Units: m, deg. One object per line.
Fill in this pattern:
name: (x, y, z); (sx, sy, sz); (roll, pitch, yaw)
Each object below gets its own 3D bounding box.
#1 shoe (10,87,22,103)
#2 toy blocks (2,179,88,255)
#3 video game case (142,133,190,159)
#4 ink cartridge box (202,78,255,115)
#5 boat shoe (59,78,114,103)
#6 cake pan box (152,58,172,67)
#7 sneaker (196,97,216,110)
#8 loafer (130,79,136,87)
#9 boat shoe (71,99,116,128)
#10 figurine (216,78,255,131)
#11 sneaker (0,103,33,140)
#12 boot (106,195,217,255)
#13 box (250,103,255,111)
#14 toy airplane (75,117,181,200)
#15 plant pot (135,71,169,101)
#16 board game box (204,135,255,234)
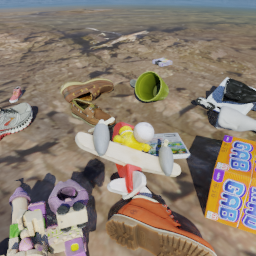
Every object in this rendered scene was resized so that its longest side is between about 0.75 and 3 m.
shoe: (-5.278, -1.575, 13.113); (0.354, 0.451, 0.991); (3, 31, 5)
toy blocks: (-1.958, 1.776, 5.443); (2.271, 2.430, 2.045); (-9, 38, -15)
video game case: (1.110, 0.622, 9.582); (1.638, 0.180, 1.493); (-3, 27, -7)
ink cartridge box: (4.465, -1.197, 12.113); (1.797, 0.365, 1.793); (-45, 49, -9)
boat shoe: (-1.784, -1.650, 12.955); (2.710, 0.975, 0.915); (-13, 65, -36)
cake pan box: (2.155, -4.160, 17.722); (0.969, 0.253, 0.892); (-19, 33, -29)
sneaker: (3.359, -1.101, 12.043); (0.913, 0.303, 0.413); (26, 30, 6)
loafer: (0.494, -2.104, 14.018); (0.918, 0.320, 0.345); (35, 86, 16)
boat shoe: (-1.446, -0.593, 11.151); (2.183, 0.742, 0.785); (17, 34, 26)
figurine: (4.685, -0.669, 10.624); (2.279, 1.005, 2.335); (14, 58, 14)
sneaker: (-4.608, -0.326, 10.298); (1.093, 1.154, 2.808); (13, 32, 20)
boot: (0.866, 2.234, 6.262); (2.448, 0.919, 1.313); (16, 29, 26)
box: (5.418, -1.340, 12.809); (1.524, 0.381, 1.535); (18, 35, 26)
toy airplane: (0.136, 0.691, 7.778); (2.552, 1.808, 2.563); (39, 23, 18)
plant pot: (1.194, -1.739, 12.550); (1.306, 1.306, 1.258); (23, 7, 33)
board game box: (2.949, 1.379, 6.951); (1.587, 1.586, 1.588); (13, 33, 21)
